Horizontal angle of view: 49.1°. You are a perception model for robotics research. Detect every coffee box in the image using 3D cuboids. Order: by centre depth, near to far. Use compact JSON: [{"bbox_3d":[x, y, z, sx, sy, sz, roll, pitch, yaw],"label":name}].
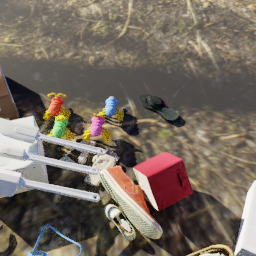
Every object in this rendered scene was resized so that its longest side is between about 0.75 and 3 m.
[{"bbox_3d":[-4.906,-1.309,9.576,1.541,1.074,2.695,-22,52,-19],"label":"coffee box"}]

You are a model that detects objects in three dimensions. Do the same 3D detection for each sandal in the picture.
[{"bbox_3d":[1.054,-0.798,9.581,1.626,0.389,0.611,36,57,28],"label":"sandal"}]

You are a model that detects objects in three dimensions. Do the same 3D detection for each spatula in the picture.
[{"bbox_3d":[-2.009,0.880,6.924,2.915,0.234,2.027,16,43,-14],"label":"spatula"}]

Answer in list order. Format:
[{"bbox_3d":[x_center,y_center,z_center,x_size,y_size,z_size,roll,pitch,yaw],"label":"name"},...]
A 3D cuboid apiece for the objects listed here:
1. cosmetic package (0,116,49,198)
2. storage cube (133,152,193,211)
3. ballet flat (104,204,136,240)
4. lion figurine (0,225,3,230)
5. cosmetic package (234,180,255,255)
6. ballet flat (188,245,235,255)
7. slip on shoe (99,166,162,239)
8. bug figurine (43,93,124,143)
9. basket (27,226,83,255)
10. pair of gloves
[{"bbox_3d":[-3.266,0.806,7.651,1.788,1.102,1.793,-13,50,-12],"label":"cosmetic package"},{"bbox_3d":[0.858,1.306,7.051,1.005,0.956,1.118,-23,13,-16],"label":"storage cube"},{"bbox_3d":[-0.188,2.239,6.877,0.379,0.350,1.123,-34,56,-25],"label":"ballet flat"},{"bbox_3d":[-3.690,3.195,5.796,1.586,0.938,2.589,-7,34,4],"label":"lion figurine"},{"bbox_3d":[3.226,2.285,6.616,0.952,0.669,1.878,21,51,18],"label":"cosmetic package"},{"bbox_3d":[0.930,3.102,5.730,2.873,0.906,0.986,-19,50,-16],"label":"ballet flat"},{"bbox_3d":[0.125,1.758,7.032,0.699,0.847,2.286,-26,48,-24],"label":"slip on shoe"},{"bbox_3d":[-1.485,-0.384,8.934,2.688,0.692,2.085,0,42,0],"label":"bug figurine"},{"bbox_3d":[-1.649,2.827,5.968,1.024,0.808,1.161,25,79,20],"label":"basket"},{"bbox_3d":[-1.079,0.912,8.139,1.466,0.257,1.247,29,54,22],"label":"pair of gloves"}]
